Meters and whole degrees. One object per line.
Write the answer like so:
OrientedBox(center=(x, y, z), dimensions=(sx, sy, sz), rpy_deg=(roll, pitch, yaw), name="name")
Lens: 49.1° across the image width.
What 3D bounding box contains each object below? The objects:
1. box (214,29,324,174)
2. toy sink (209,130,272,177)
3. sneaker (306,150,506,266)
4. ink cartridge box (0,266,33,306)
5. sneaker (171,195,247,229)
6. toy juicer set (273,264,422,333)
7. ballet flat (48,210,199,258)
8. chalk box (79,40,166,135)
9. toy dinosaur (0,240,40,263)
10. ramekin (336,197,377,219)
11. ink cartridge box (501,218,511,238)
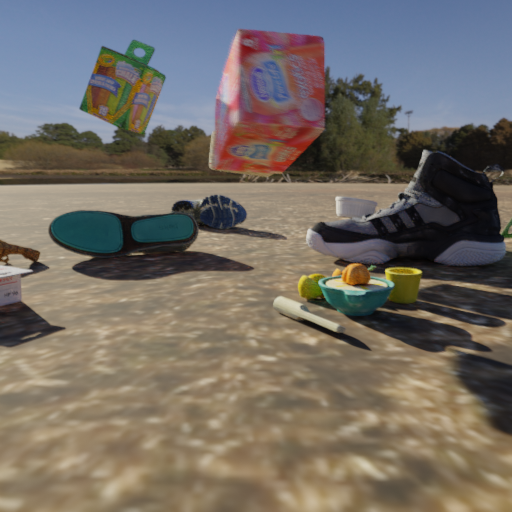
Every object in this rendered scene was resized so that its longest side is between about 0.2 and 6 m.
OrientedBox(center=(0.091, -2.043, 7.922), dimensions=(1.138, 1.234, 2.404), rpy_deg=(3, -5, -10), name="box")
OrientedBox(center=(-0.245, -2.203, 11.684), dimensions=(1.320, 0.860, 0.739), rpy_deg=(7, -4, -14), name="toy sink")
OrientedBox(center=(2.779, -0.936, 10.556), dimensions=(3.642, 2.072, 1.374), rpy_deg=(2, 10, 13), name="sneaker")
OrientedBox(center=(-3.717, 0.406, 7.393), dimensions=(1.420, 0.482, 0.824), rpy_deg=(5, 11, 29), name="ink cartridge box")
OrientedBox(center=(-1.246, -1.312, 16.394), dimensions=(2.506, 0.966, 1.067), rpy_deg=(7, 7, 32), name="sneaker")
OrientedBox(center=(1.045, 0.380, 7.165), dimensions=(1.444, 0.618, 2.270), rpy_deg=(8, 13, 38), name="toy juicer set")
OrientedBox(center=(-2.661, -0.370, 11.446), dimensions=(2.942, 0.991, 0.937), rpy_deg=(-2, -18, -16), name="ballet flat")
OrientedBox(center=(-2.434, -3.256, 10.560), dimensions=(0.994, 1.598, 0.989), rpy_deg=(24, 11, 10), name="chalk box")
OrientedBox(center=(-4.970, -0.088, 9.798), dimensions=(1.212, 0.689, 2.281), rpy_deg=(9, 14, 39), name="toy dinosaur")
OrientedBox(center=(3.146, -1.481, 17.745), dimensions=(1.319, 0.614, 1.319), rpy_deg=(8, 3, 0), name="ramekin")
OrientedBox(center=(5.820, -0.423, 11.453), dimensions=(1.385, 0.411, 0.719), rpy_deg=(0, -35, -3), name="ink cartridge box")
